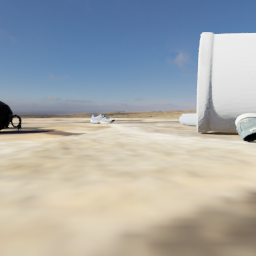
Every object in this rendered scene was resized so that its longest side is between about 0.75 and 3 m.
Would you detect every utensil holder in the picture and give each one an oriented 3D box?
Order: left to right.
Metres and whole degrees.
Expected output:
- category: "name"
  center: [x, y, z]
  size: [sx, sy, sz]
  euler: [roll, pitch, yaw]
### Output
- category: "utensil holder"
  center: [2.516, -0.818, 5.256]
  size: [2.287, 1.944, 1.944]
  euler: [3, 3, 18]

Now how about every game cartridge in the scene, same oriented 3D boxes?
- category: "game cartridge"
  center: [3.299, -0.285, 9.789]
  size: [2.556, 0.531, 1.702]
  euler: [0, 7, -11]

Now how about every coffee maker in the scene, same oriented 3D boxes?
- category: "coffee maker"
  center: [-3.070, -0.296, 5.898]
  size: [1.141, 0.800, 1.187]
  euler: [1, 3, 11]

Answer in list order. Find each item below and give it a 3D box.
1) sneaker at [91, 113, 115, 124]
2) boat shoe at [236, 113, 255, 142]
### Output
- category: "sneaker"
  center: [-1.169, -0.432, 12.898]
  size: [1.132, 0.482, 0.436]
  euler: [1, 3, 6]
- category: "boat shoe"
  center: [2.014, 0.078, 3.651]
  size: [1.152, 0.420, 0.356]
  euler: [7, 47, 7]
